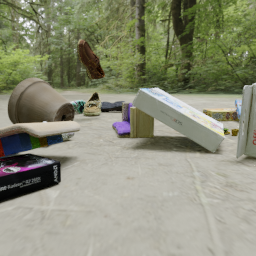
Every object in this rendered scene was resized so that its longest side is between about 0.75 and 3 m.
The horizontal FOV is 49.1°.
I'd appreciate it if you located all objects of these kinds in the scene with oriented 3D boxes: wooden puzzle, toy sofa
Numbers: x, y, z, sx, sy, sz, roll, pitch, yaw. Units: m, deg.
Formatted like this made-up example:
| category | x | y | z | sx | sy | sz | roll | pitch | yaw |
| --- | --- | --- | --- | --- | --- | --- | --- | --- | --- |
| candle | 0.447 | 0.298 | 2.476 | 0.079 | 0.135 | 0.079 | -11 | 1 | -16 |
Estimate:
| category | x | y | z | sx | sy | sz | roll | pitch | yaw |
| --- | --- | --- | --- | --- | --- | --- | --- | --- | --- |
| wooden puzzle | -2.317 | 0.310 | 5.318 | 2.376 | 0.550 | 2.201 | -10 | 1 | 10 |
| toy sofa | 0.101 | -0.329 | 9.367 | 1.117 | 0.948 | 2.290 | 0 | 9 | -7 |

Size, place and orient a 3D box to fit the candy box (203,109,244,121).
| category | x | y | z | sx | sy | sz | roll | pitch | yaw |
| --- | --- | --- | --- | --- | --- | --- | --- | --- | --- |
| candy box | 4.369 | -0.612 | 12.677 | 1.686 | 0.466 | 0.973 | 0 | 11 | -8 |

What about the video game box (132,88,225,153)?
| category | x | y | z | sx | sy | sz | roll | pitch | yaw |
| --- | --- | --- | --- | --- | --- | --- | --- | --- | --- |
| video game box | 1.460 | -0.332 | 7.611 | 2.332 | 0.546 | 2.124 | 31 | 14 | 12 |

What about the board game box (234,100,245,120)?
| category | x | y | z | sx | sy | sz | roll | pitch | yaw |
| --- | --- | --- | --- | --- | --- | --- | --- | --- | --- |
| board game box | 5.189 | -0.740 | 12.075 | 0.971 | 0.235 | 1.284 | 10 | 37 | 4 |

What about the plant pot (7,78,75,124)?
| category | x | y | z | sx | sy | sz | roll | pitch | yaw |
| --- | --- | --- | --- | --- | --- | --- | --- | --- | --- |
| plant pot | -2.712 | -0.591 | 9.276 | 1.585 | 1.827 | 1.827 | 22 | 17 | 23 |

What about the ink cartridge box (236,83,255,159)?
| category | x | y | z | sx | sy | sz | roll | pitch | yaw |
| --- | --- | --- | --- | --- | --- | --- | --- | --- | --- |
| ink cartridge box | 3.360 | -0.190 | 6.263 | 0.917 | 1.595 | 2.724 | 11 | 14 | 38 |

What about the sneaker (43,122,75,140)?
| category | x | y | z | sx | sy | sz | roll | pitch | yaw |
| --- | --- | --- | --- | --- | --- | --- | --- | --- | --- |
| sneaker | -1.942 | 0.088 | 7.800 | 0.795 | 0.597 | 1.596 | 0 | 9 | 3 |

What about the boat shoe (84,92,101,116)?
| category | x | y | z | sx | sy | sz | roll | pitch | yaw |
| --- | --- | --- | --- | --- | --- | --- | --- | --- | --- |
| boat shoe | -1.900 | -1.274 | 15.096 | 0.927 | 0.792 | 2.528 | 0 | 21 | -3 |

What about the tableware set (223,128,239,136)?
| category | x | y | z | sx | sy | sz | roll | pitch | yaw |
| --- | --- | --- | --- | --- | --- | --- | --- | --- | --- |
| tableware set | 2.697 | 0.094 | 8.954 | 1.561 | 0.240 | 1.052 | 2 | 9 | 11 |

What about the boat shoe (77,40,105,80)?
| category | x | y | z | sx | sy | sz | roll | pitch | yaw |
| --- | --- | --- | --- | --- | --- | --- | --- | --- | --- |
| boat shoe | -1.608 | -3.034 | 12.535 | 0.754 | 0.804 | 2.233 | 6 | -31 | 19 |

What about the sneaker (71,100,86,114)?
| category | x | y | z | sx | sy | sz | roll | pitch | yaw |
| --- | --- | --- | --- | --- | --- | --- | --- | --- | --- |
| sneaker | -3.298 | -1.166 | 15.371 | 1.382 | 0.768 | 1.976 | 7 | 11 | 34 |

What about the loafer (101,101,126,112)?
| category | x | y | z | sx | sy | sz | roll | pitch | yaw |
| --- | --- | --- | --- | --- | --- | --- | --- | --- | --- |
| loafer | -1.039 | -1.146 | 16.385 | 2.004 | 0.631 | 0.720 | -2 | 39 | 13 |

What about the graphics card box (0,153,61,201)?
| category | x | y | z | sx | sy | sz | roll | pitch | yaw |
| --- | --- | --- | --- | --- | --- | --- | --- | --- | --- |
| graphics card box | -1.911 | 0.748 | 4.202 | 0.969 | 0.393 | 1.545 | 6 | 10 | 41 |
